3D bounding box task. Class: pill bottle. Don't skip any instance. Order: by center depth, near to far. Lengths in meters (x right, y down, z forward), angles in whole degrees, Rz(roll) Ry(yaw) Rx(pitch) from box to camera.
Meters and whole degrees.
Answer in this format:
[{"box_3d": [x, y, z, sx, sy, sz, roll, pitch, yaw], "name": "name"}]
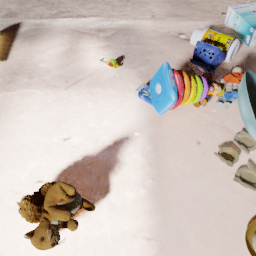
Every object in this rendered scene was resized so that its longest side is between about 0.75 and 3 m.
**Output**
[{"box_3d": [3.886, -3.809, 12.667, 2.009, 1.097, 1.097, 30, 56, 23], "name": "pill bottle"}]

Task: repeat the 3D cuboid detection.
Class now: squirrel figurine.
[{"box_3d": [-2.129, 2.364, 7.607, 1.812, 1.282, 1.691, 15, 61, 30], "name": "squirrel figurine"}]

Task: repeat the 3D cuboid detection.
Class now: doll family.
[{"box_3d": [3.271, -1.574, 10.918, 2.814, 1.268, 1.746, 4, 53, 29], "name": "doll family"}]

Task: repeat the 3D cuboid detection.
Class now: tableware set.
[{"box_3d": [3.953, 0.989, 9.195, 2.096, 0.243, 1.751, -31, 57, -24], "name": "tableware set"}]

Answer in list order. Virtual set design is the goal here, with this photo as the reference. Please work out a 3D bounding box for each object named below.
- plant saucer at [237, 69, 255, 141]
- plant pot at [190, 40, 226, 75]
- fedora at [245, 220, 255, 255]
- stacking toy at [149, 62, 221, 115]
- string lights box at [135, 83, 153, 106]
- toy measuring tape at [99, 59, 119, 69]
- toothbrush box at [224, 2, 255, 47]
[{"box_3d": [4.248, -0.512, 9.346, 0.556, 2.886, 2.886, -19, 39, 37], "name": "plant saucer"}, {"box_3d": [3.287, -2.874, 11.705, 1.093, 1.093, 0.983, 31, 98, 32], "name": "plant pot"}, {"box_3d": [3.831, 2.938, 7.329, 1.442, 0.588, 1.442, 0, 50, 0], "name": "fedora"}, {"box_3d": [2.230, -1.359, 9.851, 2.646, 1.452, 1.536, -2, 70, -22], "name": "stacking toy"}, {"box_3d": [0.857, -1.293, 11.061, 1.081, 0.319, 0.555, 33, 59, 25], "name": "string lights box"}, {"box_3d": [-0.845, -2.964, 12.448, 1.061, 0.390, 0.390, 29, 56, 22], "name": "toy measuring tape"}, {"box_3d": [6.201, -5.184, 13.911, 1.699, 0.990, 2.321, -13, 50, -11], "name": "toothbrush box"}]
